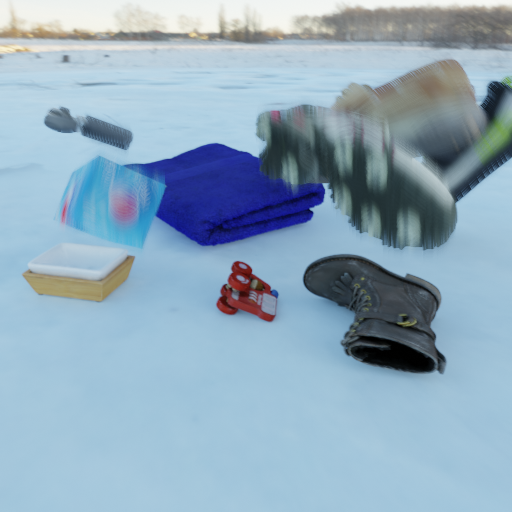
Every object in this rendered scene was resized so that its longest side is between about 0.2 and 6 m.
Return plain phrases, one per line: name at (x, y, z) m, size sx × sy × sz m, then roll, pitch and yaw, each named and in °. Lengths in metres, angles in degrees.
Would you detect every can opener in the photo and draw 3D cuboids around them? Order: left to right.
can opener at (-2.896, -2.131, 9.679) m, size 1.472 × 0.393 × 0.492 m, roll 17°, pitch 53°, yaw -23°

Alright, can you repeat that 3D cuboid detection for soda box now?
soda box at (-2.174, -0.717, 7.934) m, size 0.924 × 0.874 × 2.725 m, roll 23°, pitch -6°, yaw -24°

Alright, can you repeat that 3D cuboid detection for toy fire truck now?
toy fire truck at (-0.074, 0.521, 7.714) m, size 0.785 × 0.524 × 0.935 m, roll 24°, pitch 23°, yaw -5°

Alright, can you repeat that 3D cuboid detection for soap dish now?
soap dish at (-2.572, 0.233, 8.237) m, size 1.283 × 0.521 × 1.009 m, roll 6°, pitch 24°, yaw 13°

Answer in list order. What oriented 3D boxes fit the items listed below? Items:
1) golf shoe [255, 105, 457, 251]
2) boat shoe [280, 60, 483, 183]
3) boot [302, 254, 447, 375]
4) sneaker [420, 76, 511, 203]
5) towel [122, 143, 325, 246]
golf shoe at (1.213, -1.110, 6.302) m, size 1.243 × 1.089 × 2.822 m, roll -28°, pitch 46°, yaw -27°
boat shoe at (1.729, -2.050, 8.911) m, size 3.488 × 1.252 × 1.321 m, roll -12°, pitch -14°, yaw 29°
boot at (1.352, 0.688, 6.922) m, size 2.055 × 0.711 × 1.789 m, roll 11°, pitch 25°, yaw 19°
sneaker at (3.438, -1.794, 9.932) m, size 1.324 × 3.198 × 1.147 m, roll 57°, pitch 23°, yaw 17°
towel at (-0.883, -1.278, 11.438) m, size 2.966 × 0.995 × 4.017 m, roll -21°, pitch 30°, yaw -27°
